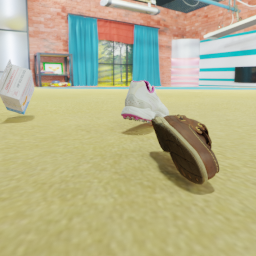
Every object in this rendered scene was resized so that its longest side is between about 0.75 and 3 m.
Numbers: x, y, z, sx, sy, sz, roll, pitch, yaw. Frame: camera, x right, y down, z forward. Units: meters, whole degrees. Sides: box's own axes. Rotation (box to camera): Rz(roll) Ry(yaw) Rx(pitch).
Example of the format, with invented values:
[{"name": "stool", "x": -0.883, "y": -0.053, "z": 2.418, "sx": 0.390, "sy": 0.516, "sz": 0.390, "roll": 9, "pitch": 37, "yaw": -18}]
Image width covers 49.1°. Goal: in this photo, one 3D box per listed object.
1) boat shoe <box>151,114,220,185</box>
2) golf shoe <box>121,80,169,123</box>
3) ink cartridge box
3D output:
[{"name": "boat shoe", "x": 0.925, "y": 0.153, "z": 4.349, "sx": 0.710, "sy": 0.757, "sz": 2.103, "roll": -20, "pitch": 16, "yaw": -2}, {"name": "golf shoe", "x": 0.641, "y": -0.722, "z": 7.931, "sx": 0.930, "sy": 1.130, "sz": 2.470, "roll": 7, "pitch": 4, "yaw": 22}, {"name": "ink cartridge box", "x": -3.666, "y": -1.304, "z": 9.305, "sx": 0.658, "sy": 1.116, "sz": 1.939, "roll": 17, "pitch": -18, "yaw": -9}]
